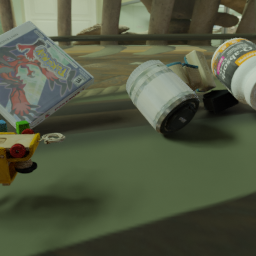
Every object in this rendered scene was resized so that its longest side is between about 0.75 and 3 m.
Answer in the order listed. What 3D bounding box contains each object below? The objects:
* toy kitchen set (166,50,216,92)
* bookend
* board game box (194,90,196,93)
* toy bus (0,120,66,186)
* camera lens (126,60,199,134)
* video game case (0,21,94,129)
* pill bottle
[{"bbox_3d":[1.496,-1.715,9.834,1.952,1.435,2.437,-27,-15,40],"label":"toy kitchen set"},{"bbox_3d":[2.953,-0.919,9.652,1.138,0.524,1.131,-23,15,-25],"label":"bookend"},{"bbox_3d":[1.935,-1.007,9.689,0.895,0.675,0.210,-11,18,-28],"label":"board game box"},{"bbox_3d":[-1.950,0.491,4.345,1.526,0.789,1.440,17,24,36],"label":"toy bus"},{"bbox_3d":[0.909,-0.792,7.405,1.367,1.367,1.709,-15,54,-36],"label":"camera lens"},{"bbox_3d":[-2.932,-1.609,8.079,2.936,0.337,2.675,42,62,9],"label":"video game case"},{"bbox_3d":[3.528,-1.567,8.091,1.506,1.506,2.588,-2,31,-5],"label":"pill bottle"}]
